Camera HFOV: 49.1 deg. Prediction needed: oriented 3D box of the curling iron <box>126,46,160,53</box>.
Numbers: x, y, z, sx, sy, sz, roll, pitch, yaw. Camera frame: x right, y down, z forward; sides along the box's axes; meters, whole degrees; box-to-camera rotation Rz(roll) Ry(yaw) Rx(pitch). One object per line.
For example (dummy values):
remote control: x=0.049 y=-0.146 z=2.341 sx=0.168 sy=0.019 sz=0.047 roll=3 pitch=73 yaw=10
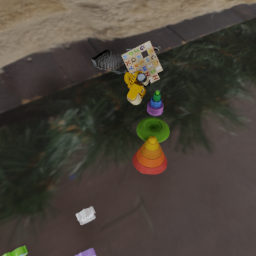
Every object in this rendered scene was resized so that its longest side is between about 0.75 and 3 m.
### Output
curling iron: x=0.520 y=-2.752 z=9.854 sx=1.342 sy=0.333 sz=0.172 roll=6 pitch=72 yaw=28

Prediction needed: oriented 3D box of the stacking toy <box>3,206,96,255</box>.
stacking toy: x=-1.170 y=2.586 z=5.175 sx=2.024 sy=0.476 sz=1.526 roll=-23 pitch=61 yaw=-18

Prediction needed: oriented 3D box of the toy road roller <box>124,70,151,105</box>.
toy road roller: x=0.173 y=-1.244 z=8.292 sx=0.707 sy=0.595 sz=0.968 roll=27 pitch=90 yaw=22

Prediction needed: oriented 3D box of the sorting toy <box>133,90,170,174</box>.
sorting toy: x=0.669 y=-0.081 z=7.232 sx=0.893 sy=0.887 sz=2.576 roll=7 pitch=45 yaw=4

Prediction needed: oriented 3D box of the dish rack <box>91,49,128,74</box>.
dish rack: x=-0.472 y=-2.230 z=9.465 sx=1.272 sy=0.347 sz=0.975 roll=21 pitch=46 yaw=24

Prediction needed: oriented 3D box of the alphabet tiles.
alphabet tiles: x=0.486 y=-1.981 z=8.903 sx=1.010 sy=1.208 sz=0.046 roll=-24 pitch=7 yaw=16
